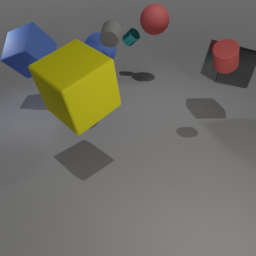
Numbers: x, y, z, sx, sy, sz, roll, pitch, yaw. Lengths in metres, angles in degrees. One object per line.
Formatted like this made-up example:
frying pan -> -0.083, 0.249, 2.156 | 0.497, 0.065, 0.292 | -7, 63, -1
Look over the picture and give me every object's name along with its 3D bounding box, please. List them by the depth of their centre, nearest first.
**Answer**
cube -> -1.200, -0.983, 6.644 | 1.400, 1.400, 1.400 | -39, 55, -23
cylinder -> 2.769, -2.028, 7.932 | 0.700, 0.700, 0.700 | -8, 62, 15
cylinder -> -0.634, -3.420, 10.179 | 0.700, 0.700, 0.700 | 4, 53, 7
cube -> 3.892, -2.484, 10.807 | 1.400, 1.400, 1.400 | 8, 23, -15
cube -> -3.884, -3.031, 11.113 | 1.400, 1.400, 1.400 | -9, 65, 27
ball -> -1.202, -3.366, 11.989 | 1.400, 1.400, 1.400 | 0, 31, 0
ball -> 1.275, -5.187, 13.400 | 1.400, 1.400, 1.400 | 0, 31, 0
cylinder -> 0.165, -4.813, 14.881 | 0.700, 0.700, 0.700 | -29, 6, 44
